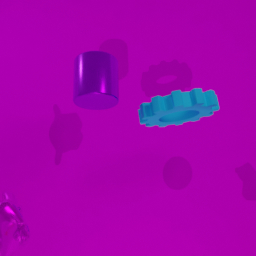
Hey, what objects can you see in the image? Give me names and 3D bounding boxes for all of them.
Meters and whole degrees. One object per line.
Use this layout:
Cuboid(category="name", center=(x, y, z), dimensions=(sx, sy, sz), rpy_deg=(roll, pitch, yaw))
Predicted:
Cuboid(category="gear", center=(0.918, -0.334, 5.173), dimensions=(1.430, 1.430, 0.264), rpy_deg=(-8, 77, -1))
Cuboid(category="monkey head", center=(-2.016, 1.452, 4.190), dimensions=(0.912, 1.089, 1.513), rpy_deg=(-19, 119, -23))
Cuboid(category="cylinder", center=(-0.574, -0.834, 5.061), dimensions=(0.813, 0.813, 0.813), rpy_deg=(-2, 74, 0))
